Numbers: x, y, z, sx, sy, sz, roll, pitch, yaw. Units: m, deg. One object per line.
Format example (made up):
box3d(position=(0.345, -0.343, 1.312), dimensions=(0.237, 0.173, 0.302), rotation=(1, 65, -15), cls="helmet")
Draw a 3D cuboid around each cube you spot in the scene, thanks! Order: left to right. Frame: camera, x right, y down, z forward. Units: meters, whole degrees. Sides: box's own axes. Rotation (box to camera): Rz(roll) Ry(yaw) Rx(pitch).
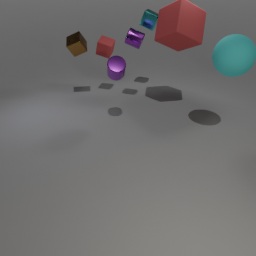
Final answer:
box3d(position=(-2.348, -3.844, 12.845), dimensions=(0.700, 0.700, 0.700), rotation=(-19, 56, 16), cls="cube")
box3d(position=(-1.082, -3.899, 13.472), dimensions=(0.700, 0.700, 0.700), rotation=(20, 47, 1), cls="cube")
box3d(position=(1.051, -5.157, 13.339), dimensions=(0.700, 0.700, 0.700), rotation=(27, 32, 1), cls="cube")
box3d(position=(2.124, -4.137, 11.416), dimensions=(1.400, 1.400, 1.400), rotation=(12, -6, -33), cls="cube")

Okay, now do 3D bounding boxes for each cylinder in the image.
box3d(position=(-0.443, -2.265, 10.631), dimensions=(0.700, 0.700, 0.700), rotation=(1, 73, -4), cls="cylinder")
box3d(position=(0.299, -3.891, 12.180), dimensions=(0.700, 0.700, 0.700), rotation=(24, 31, -1), cls="cylinder")

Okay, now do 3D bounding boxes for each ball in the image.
box3d(position=(3.584, -2.440, 9.481), dimensions=(1.400, 1.400, 1.400), rotation=(0, 29, 0), cls="ball")
